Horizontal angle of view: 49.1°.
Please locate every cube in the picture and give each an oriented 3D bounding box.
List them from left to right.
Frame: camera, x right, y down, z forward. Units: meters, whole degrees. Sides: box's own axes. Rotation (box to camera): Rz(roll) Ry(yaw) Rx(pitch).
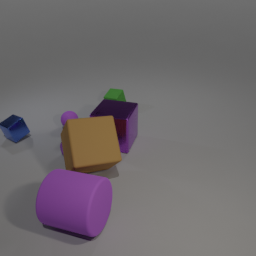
[{"bbox_3d":[-4.319,0.006,10.649,0.700,0.700,0.700,16,46,37],"label":"cube"},{"bbox_3d":[-1.166,0.554,8.485,1.400,1.400,1.400,-6,74,-23],"label":"cube"},{"bbox_3d":[-0.598,-1.329,12.952,0.700,0.700,0.700,10,48,27],"label":"cube"},{"bbox_3d":[-0.473,-0.102,10.327,1.400,1.400,1.400,8,31,14],"label":"cube"}]

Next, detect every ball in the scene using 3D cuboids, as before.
[{"bbox_3d":[-2.343,-0.340,11.242,0.700,0.700,0.700,0,30,0],"label":"ball"}]

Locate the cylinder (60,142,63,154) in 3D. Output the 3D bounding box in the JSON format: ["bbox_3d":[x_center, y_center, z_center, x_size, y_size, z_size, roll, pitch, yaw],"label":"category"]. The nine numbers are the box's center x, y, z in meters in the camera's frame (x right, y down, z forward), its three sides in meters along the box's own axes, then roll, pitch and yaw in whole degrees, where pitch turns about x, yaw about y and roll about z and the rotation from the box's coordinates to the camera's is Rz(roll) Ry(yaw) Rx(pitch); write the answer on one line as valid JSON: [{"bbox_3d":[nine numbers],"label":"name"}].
[{"bbox_3d":[-1.873,0.642,9.733,0.700,0.700,0.700,21,36,31],"label":"cylinder"}]

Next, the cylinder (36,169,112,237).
[{"bbox_3d":[-1.280,1.807,6.913,1.400,1.400,1.400,7,30,19],"label":"cylinder"}]
